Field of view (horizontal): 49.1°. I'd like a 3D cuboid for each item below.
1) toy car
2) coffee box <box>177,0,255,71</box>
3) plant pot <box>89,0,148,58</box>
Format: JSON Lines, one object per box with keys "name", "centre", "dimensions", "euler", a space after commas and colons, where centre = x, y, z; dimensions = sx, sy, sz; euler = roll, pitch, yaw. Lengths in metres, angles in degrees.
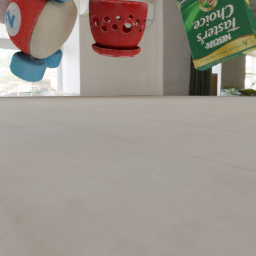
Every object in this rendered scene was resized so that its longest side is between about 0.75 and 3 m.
{"name": "toy car", "centre": [-2.512, -2.713, 6.203], "dimensions": [2.481, 2.286, 2.194], "euler": [26, 28, -6]}
{"name": "coffee box", "centre": [2.347, -3.194, 7.609], "dimensions": [1.742, 2.833, 0.623], "euler": [-15, -4, 36]}
{"name": "plant pot", "centre": [-0.239, -2.226, 6.237], "dimensions": [1.290, 1.174, 1.290], "euler": [4, 23, -2]}
